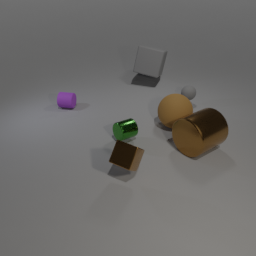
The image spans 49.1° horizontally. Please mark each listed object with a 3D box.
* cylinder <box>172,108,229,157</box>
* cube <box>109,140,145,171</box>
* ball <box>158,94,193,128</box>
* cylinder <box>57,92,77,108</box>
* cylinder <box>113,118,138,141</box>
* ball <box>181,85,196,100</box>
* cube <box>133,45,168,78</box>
[{"bbox_3d":[2.503,0.138,9.768,1.400,1.400,1.400,-21,36,-32],"label":"cylinder"},{"bbox_3d":[-0.028,0.820,8.256,0.700,0.700,0.700,20,-4,22],"label":"cube"},{"bbox_3d":[1.886,-0.673,11.209,1.400,1.400,1.400,0,30,0],"label":"ball"},{"bbox_3d":[-2.821,-1.292,12.928,0.700,0.700,0.700,6,30,8],"label":"cylinder"},{"bbox_3d":[-0.100,0.058,10.356,0.700,0.700,0.700,-18,34,-32],"label":"cylinder"},{"bbox_3d":[2.820,-1.641,13.039,0.700,0.700,0.700,0,30,0],"label":"ball"},{"bbox_3d":[1.234,-3.648,15.258,1.400,1.400,1.400,17,21,10],"label":"cube"}]
